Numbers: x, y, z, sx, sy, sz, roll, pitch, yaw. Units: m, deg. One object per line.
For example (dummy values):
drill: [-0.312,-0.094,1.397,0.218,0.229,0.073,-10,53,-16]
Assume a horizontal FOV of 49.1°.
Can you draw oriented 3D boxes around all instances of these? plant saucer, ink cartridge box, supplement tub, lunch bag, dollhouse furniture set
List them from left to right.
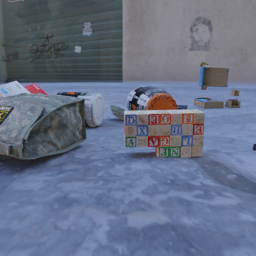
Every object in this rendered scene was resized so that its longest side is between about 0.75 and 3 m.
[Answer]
lunch bag: [-2.955,-0.060,8.020,2.367,1.697,2.886,7,18,23]
ink cartridge box: [-4.811,-1.504,13.630,2.445,0.547,2.154,37,46,25]
supplement tub: [-2.328,-0.831,12.091,2.373,1.454,1.454,4,13,15]
plant saucer: [-0.406,-0.687,13.387,1.186,0.298,1.186,28,-13,7]
supplement tub: [1.025,-0.953,12.219,1.640,1.640,2.677,-3,12,-14]
dollhouse furniture set: [5.633,-2.775,17.946,2.654,2.811,1.834,-1,13,-7]

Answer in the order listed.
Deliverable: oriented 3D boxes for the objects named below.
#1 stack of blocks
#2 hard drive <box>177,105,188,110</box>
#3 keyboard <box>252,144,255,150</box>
stack of blocks: [0.989,0.153,7.970,2.194,1.263,0.643,-1,12,-4]
hard drive: [3.018,-1.147,16.367,0.888,0.279,1.317,4,13,16]
keyboard: [4.616,0.685,7.945,1.189,0.254,1.981,-9,14,-37]
